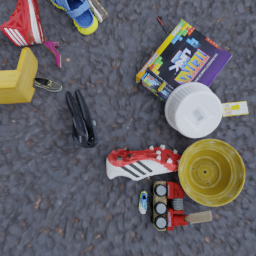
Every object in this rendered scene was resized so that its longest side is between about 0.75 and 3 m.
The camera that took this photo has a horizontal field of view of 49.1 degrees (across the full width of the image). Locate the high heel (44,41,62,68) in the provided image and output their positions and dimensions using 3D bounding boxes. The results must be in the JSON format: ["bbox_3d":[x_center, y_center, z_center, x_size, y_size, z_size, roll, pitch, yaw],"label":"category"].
[{"bbox_3d":[-2.803,-2.722,10.452,0.566,0.397,1.178,-8,66,-11],"label":"high heel"}]

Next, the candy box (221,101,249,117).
[{"bbox_3d":[3.897,-0.696,10.266,0.949,0.125,0.485,-5,83,-1],"label":"candy box"}]

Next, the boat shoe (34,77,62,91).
[{"bbox_3d":[-2.897,-1.585,10.089,1.008,0.303,0.359,13,74,-7],"label":"boat shoe"}]

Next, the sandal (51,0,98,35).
[{"bbox_3d":[-2.133,-4.762,10.423,1.047,1.146,2.633,-44,82,-5],"label":"sandal"}]

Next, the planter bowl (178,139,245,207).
[{"bbox_3d":[2.720,1.500,9.519,2.180,0.908,2.180,0,80,-1],"label":"planter bowl"}]

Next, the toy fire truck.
[{"bbox_3d":[1.716,2.581,9.287,1.776,1.143,1.563,2,80,-6],"label":"toy fire truck"}]

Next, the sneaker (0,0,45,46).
[{"bbox_3d":[-4.121,-4.294,10.417,1.503,1.020,2.602,-13,80,-3],"label":"sneaker"}]

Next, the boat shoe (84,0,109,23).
[{"bbox_3d":[-1.270,-4.749,10.737,0.430,0.519,1.444,-33,86,-10],"label":"boat shoe"}]

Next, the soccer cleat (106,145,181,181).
[{"bbox_3d":[0.597,1.277,9.609,2.796,1.191,0.960,2,37,-18],"label":"soccer cleat"}]

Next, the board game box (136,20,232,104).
[{"bbox_3d":[1.987,-2.145,10.171,2.278,0.782,2.756,37,83,7],"label":"board game box"}]

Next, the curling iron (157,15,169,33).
[{"bbox_3d":[1.373,-4.010,10.811,0.200,0.103,0.806,-26,82,-5],"label":"curling iron"}]

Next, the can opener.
[{"bbox_3d":[-1.577,-0.400,9.540,0.834,1.034,2.631,-2,47,-20],"label":"can opener"}]

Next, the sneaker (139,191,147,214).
[{"bbox_3d":[0.511,2.568,9.585,0.293,0.406,0.773,0,82,4],"label":"sneaker"}]

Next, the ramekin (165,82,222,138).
[{"bbox_3d":[2.248,-0.553,9.444,1.833,0.894,1.833,-4,112,-9],"label":"ramekin"}]

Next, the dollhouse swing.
[{"bbox_3d":[-4.019,-1.804,9.603,1.568,1.726,1.517,-3,81,-3],"label":"dollhouse swing"}]
